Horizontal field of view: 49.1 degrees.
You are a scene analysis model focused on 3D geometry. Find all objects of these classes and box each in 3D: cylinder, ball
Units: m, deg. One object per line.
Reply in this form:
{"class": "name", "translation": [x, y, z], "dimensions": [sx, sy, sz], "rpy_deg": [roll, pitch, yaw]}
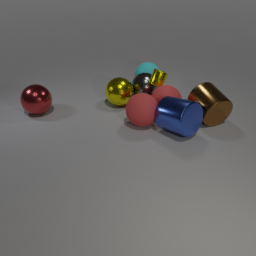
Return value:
{"class": "cylinder", "translation": [1.427, -2.337, 13.087], "dimensions": [0.700, 0.700, 0.700], "rpy_deg": [19, 16, -6]}
{"class": "ball", "translation": [0.855, -2.088, 14.117], "dimensions": [1.400, 1.400, 1.400], "rpy_deg": [0, 30, 0]}
{"class": "cylinder", "translation": [2.024, -0.489, 11.214], "dimensions": [1.400, 1.400, 1.400], "rpy_deg": [-23, 29, -34]}
{"class": "ball", "translation": [-0.414, -1.762, 13.598], "dimensions": [1.400, 1.400, 1.400], "rpy_deg": [0, 30, 0]}
{"class": "ball", "translation": [-4.187, -1.297, 12.817], "dimensions": [1.400, 1.400, 1.400], "rpy_deg": [0, 30, 0]}
{"class": "cylinder", "translation": [3.509, -1.027, 12.066], "dimensions": [1.400, 1.400, 1.400], "rpy_deg": [-12, 46, -19]}
{"class": "ball", "translation": [1.097, -2.942, 15.573], "dimensions": [1.400, 1.400, 1.400], "rpy_deg": [0, 30, 0]}
{"class": "ball", "translation": [0.594, -0.764, 11.768], "dimensions": [1.400, 1.400, 1.400], "rpy_deg": [0, 30, 0]}
{"class": "ball", "translation": [1.733, -1.248, 12.711], "dimensions": [1.400, 1.400, 1.400], "rpy_deg": [0, 30, 0]}
